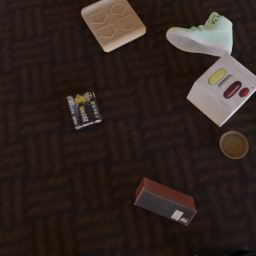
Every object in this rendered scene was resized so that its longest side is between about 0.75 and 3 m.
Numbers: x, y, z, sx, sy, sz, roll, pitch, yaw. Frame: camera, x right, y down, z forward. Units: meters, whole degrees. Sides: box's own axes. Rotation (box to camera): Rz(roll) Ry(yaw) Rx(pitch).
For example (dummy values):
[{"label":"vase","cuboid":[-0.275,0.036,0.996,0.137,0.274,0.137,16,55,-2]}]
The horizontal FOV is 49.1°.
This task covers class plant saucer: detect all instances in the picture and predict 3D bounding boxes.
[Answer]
[{"label":"plant saucer","cuboid":[3.576,0.576,9.509,0.973,0.143,0.973,0,71,-1]}]

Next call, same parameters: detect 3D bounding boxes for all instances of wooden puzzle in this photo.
[{"label":"wooden puzzle","cuboid":[-0.568,-4.082,10.915,1.860,0.465,2.008,-29,79,-9]}]

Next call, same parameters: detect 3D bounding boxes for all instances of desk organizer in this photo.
[{"label":"desk organizer","cuboid":[1.144,2.245,8.639,1.783,0.687,0.640,24,112,-7]}]

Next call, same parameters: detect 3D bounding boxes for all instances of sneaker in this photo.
[{"label":"sneaker","cuboid":[2.695,-3.654,10.485,2.493,0.918,1.471,12,77,-6]}]

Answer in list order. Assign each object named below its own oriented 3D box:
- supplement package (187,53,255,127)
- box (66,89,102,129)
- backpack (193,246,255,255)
[{"label":"supplement package","cuboid":[3.236,-1.292,9.551,1.585,1.219,1.658,44,75,13]},{"label":"box","cuboid":[-1.537,-0.668,9.840,0.967,0.295,1.200,-17,73,-3]},{"label":"backpack","cuboid":[2.737,4.179,7.249,2.338,2.454,1.891,-24,83,-17]}]
